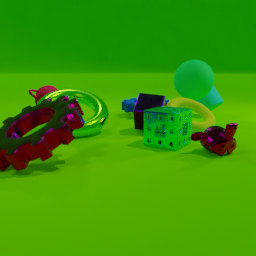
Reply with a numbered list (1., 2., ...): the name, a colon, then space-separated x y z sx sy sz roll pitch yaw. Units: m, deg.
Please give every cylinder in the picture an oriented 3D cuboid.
1. cylinder: 2.697 -1.040 9.742 0.882 0.882 0.882 -27 -13 -6

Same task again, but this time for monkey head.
1. monkey head: 1.797 0.133 5.503 1.061 0.763 0.639 -6 34 -26

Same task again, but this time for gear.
1. gear: -1.666 0.028 5.035 1.782 0.330 1.782 -17 31 10
2. gear: 0.610 -0.805 9.816 1.643 0.304 1.643 -1 15 0

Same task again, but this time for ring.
1. ring: -1.442 -0.429 7.293 1.885 0.377 1.885 7 38 -5
2. ring: 1.699 -0.365 7.601 1.403 0.281 1.403 12 36 -9

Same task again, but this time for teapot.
1. teapot: -2.843 -1.131 10.124 1.586 0.776 0.986 9 -41 -48

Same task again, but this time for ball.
1. ball: 2.017 -1.473 8.606 1.211 1.211 1.211 0 12 0

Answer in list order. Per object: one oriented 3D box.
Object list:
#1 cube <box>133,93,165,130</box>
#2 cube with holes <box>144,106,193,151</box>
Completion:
1. cube: 0.568 -0.405 7.333 0.704 0.704 0.704 8 48 12
2. cube with holes: 0.879 -0.022 6.110 0.783 0.783 0.783 8 15 33
